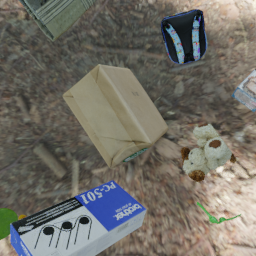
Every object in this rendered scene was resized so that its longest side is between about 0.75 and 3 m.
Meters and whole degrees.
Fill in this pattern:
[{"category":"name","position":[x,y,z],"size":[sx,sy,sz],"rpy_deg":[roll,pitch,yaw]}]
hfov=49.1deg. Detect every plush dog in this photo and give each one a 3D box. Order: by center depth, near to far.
[{"category":"plush dog","position":[1.450,0.566,5.288],"size":[0.925,1.077,0.864],"rpy_deg":[-37,112,14]}]

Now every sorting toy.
[{"category":"sorting toy","position":[-2.536,1.794,5.574],"size":[0.678,1.967,0.682],"rpy_deg":[28,81,44]}]

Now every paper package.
[{"category":"paper package","position":[-0.133,-0.332,6.052],"size":[1.018,1.968,1.876],"rpy_deg":[-35,87,19]}]

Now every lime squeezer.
[{"category":"lime squeezer","position":[1.941,1.897,6.003],"size":[1.010,0.191,0.357],"rpy_deg":[15,43,-2]}]

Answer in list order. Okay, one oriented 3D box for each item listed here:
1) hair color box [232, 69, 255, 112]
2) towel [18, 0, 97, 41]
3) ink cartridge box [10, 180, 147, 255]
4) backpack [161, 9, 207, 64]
[{"category":"hair color box","position":[3.143,-1.035,6.658],"size":[0.655,0.396,1.309],"rpy_deg":[41,65,17]},{"category":"towel","position":[-1.684,-3.622,6.016],"size":[0.458,2.553,2.651],"rpy_deg":[2,48,41]},{"category":"ink cartridge box","position":[-0.725,1.578,4.580],"size":[2.020,0.447,0.949],"rpy_deg":[-15,38,-44]},{"category":"backpack","position":[1.144,-1.824,5.661],"size":[0.869,0.640,0.951],"rpy_deg":[-14,112,10]}]
